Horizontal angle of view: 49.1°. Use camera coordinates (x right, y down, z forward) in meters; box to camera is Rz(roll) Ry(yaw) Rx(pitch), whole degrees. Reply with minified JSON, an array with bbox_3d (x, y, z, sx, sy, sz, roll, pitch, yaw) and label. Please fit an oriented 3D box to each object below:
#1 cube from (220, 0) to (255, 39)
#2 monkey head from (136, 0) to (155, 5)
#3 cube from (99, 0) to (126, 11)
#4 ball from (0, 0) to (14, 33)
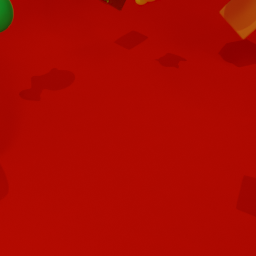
[{"bbox_3d":[3.419,-3.280,7.812,1.044,1.044,1.044,51,42,4],"label":"cube"},{"bbox_3d":[0.662,-3.243,6.533,0.872,1.212,0.731,31,81,-19],"label":"monkey head"},{"bbox_3d":[-0.507,-4.010,8.110,0.786,0.786,0.786,35,18,21],"label":"cube"},{"bbox_3d":[-2.922,-2.481,5.910,0.941,0.941,0.941,0,47,0],"label":"ball"}]
